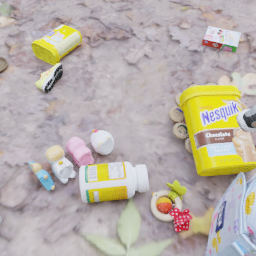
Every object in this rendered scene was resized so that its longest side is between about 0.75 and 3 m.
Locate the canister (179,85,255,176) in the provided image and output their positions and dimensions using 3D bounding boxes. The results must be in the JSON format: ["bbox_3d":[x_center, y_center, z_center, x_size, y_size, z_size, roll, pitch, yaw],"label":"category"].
[{"bbox_3d":[2.796,0.073,8.685,1.943,1.132,2.616,-3,67,-13],"label":"canister"}]

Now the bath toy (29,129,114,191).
[{"bbox_3d":[-1.681,0.785,8.759,2.629,1.143,0.971,-29,35,-26],"label":"bath toy"}]

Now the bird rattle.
[{"bbox_3d":[1.213,2.241,7.954,1.126,0.778,1.381,-7,65,9],"label":"bird rattle"}]

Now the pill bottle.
[{"bbox_3d":[-0.394,1.532,8.085,1.887,1.064,1.064,-6,52,-4],"label":"pill bottle"}]

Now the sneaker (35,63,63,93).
[{"bbox_3d":[-3.170,-2.109,11.227,0.682,0.590,1.510,18,55,16],"label":"sneaker"}]

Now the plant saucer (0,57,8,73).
[{"bbox_3d":[-5.659,-2.631,11.894,1.113,0.164,1.113,0,52,0],"label":"plant saucer"}]

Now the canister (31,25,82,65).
[{"bbox_3d":[-3.079,-3.720,12.348,1.369,0.798,1.844,28,56,20],"label":"canister"}]

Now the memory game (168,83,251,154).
[{"bbox_3d":[2.872,-0.261,9.533,2.997,0.191,2.997,3,66,-6],"label":"memory game"}]

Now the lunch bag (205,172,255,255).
[{"bbox_3d":[3.215,2.080,6.713,2.989,2.535,1.900,-31,61,-21],"label":"lunch bag"}]

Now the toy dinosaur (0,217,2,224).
[{"bbox_3d":[-4.481,1.780,7.898,2.622,1.009,1.341,26,88,34],"label":"toy dinosaur"}]

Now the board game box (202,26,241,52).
[{"bbox_3d":[4.330,-4.132,12.960,1.545,0.311,1.182,19,54,14],"label":"board game box"}]

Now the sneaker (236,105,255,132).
[{"bbox_3d":[2.442,-0.302,4.741,1.274,0.505,0.471,-24,80,-27],"label":"sneaker"}]
